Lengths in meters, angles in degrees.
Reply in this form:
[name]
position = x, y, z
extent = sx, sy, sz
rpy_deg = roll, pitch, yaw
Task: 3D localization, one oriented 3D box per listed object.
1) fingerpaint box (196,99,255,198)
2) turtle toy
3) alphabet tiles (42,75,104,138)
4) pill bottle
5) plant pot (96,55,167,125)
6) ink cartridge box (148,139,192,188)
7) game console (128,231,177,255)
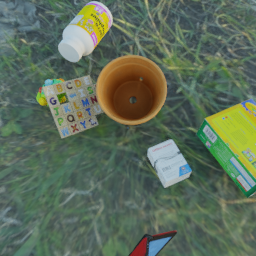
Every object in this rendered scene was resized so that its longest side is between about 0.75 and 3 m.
[fingerpaint box]
position = 3.315, 0.470, 7.649
extent = 1.846, 0.812, 2.213
rpy_deg = -22, 61, -22
[turtle toy]
position = -2.418, -1.112, 8.822
extent = 0.962, 1.320, 0.667
rpy_deg = -17, 75, -52
[alphabet tiles]
position = -1.414, -0.714, 8.365
extent = 1.851, 0.070, 1.547
rpy_deg = -22, 93, -31
[pill bottle]
position = -1.478, -3.278, 9.639
extent = 1.134, 1.134, 2.176
rpy_deg = 21, 61, 13
[plant pot]
position = 0.116, -0.986, 8.327
extent = 1.954, 1.367, 1.954
rpy_deg = 0, 82, 3
[ink cartridge box]
position = 1.134, 0.977, 7.846
extent = 0.797, 0.464, 1.103
rpy_deg = -21, 60, -12
[game console]
position = 0.415, 2.756, 5.687
extent = 0.758, 1.278, 1.101
rpy_deg = 21, 35, -7
